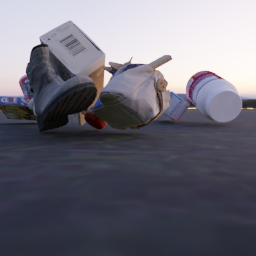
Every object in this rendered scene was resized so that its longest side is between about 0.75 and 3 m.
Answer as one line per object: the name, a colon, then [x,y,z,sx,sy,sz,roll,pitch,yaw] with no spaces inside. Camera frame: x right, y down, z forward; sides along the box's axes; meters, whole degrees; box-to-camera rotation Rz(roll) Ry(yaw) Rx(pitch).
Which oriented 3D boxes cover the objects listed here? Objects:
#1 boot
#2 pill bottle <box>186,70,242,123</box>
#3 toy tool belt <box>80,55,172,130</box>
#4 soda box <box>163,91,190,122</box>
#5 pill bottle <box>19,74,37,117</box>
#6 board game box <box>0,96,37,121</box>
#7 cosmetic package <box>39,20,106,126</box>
boot: [-1.516,-0.927,5.404,0.827,1.596,2.444,-16,-5,-32]
pill bottle: [2.831,-1.065,9.354,1.348,1.348,2.386,0,23,-2]
toy tool belt: [-0.024,-0.741,6.004,1.442,1.419,2.309,40,-24,-19]
soda box: [1.622,-0.795,10.426,0.823,0.765,2.407,36,5,0]
pill bottle: [-2.622,-0.928,8.040,0.665,1.202,0.665,-25,-17,-8]
board game box: [-3.244,-0.606,9.313,1.777,0.307,1.204,4,-21,-5]
cosmetic package: [-1.311,-1.235,7.039,0.886,1.311,2.492,-38,-14,-21]
